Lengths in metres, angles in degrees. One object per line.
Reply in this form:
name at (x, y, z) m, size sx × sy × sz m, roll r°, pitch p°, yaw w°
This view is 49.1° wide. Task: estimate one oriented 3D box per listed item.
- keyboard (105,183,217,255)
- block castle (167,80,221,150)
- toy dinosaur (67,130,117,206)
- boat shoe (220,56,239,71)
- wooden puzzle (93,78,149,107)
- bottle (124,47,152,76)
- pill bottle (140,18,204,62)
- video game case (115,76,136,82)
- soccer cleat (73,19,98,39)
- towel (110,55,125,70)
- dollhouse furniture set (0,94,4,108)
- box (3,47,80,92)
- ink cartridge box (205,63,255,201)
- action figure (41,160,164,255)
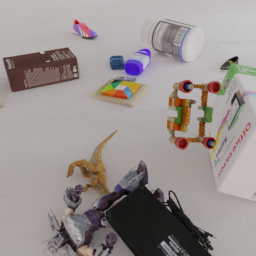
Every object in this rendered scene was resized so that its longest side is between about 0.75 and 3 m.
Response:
keyboard at (0.874, 2.218, 5.104) m, size 1.386 × 0.528 × 2.663 m, roll -32°, pitch 62°, yaw -25°
block castle at (1.461, -0.289, 6.095) m, size 0.997 × 1.493 × 0.700 m, roll 0°, pitch 9°, yaw -18°
toy dinosaur at (-0.822, 0.971, 6.917) m, size 1.237 × 0.704 × 2.330 m, roll 10°, pitch 42°, yaw -19°
boat shoe at (4.368, -2.779, 12.077) m, size 1.228 × 0.370 × 0.438 m, roll -31°, pitch 46°, yaw -35°
wooden puzzle at (-0.229, -1.389, 10.244) m, size 1.661 × 0.309 × 1.536 m, roll 16°, pitch 39°, yaw 20°
bottle at (0.522, -2.910, 12.018) m, size 0.822 × 0.643 × 1.969 m, roll 13°, pitch 39°, yaw 17°
pill bottle at (1.979, -4.153, 12.962) m, size 2.700 × 1.536 × 1.536 m, roll 30°, pitch 46°, yaw 35°
video game case at (-0.096, -1.938, 11.078) m, size 0.762 × 0.072 × 0.544 m, roll 8°, pitch 22°, yaw 11°
soccer cleat at (-2.394, -5.391, 15.333) m, size 0.662 × 0.711 × 1.942 m, roll -28°, pitch 44°, yaw -32°
towel at (-0.483, -2.914, 12.341) m, size 0.638 × 0.277 × 1.143 m, roll -4°, pitch 37°, yaw -4°
dollhouse furniture set at (-4.961, -1.474, 9.307) m, size 1.085 × 1.549 × 1.092 m, roll -18°, pitch 40°, yaw -23°
box at (-3.386, -2.347, 11.006) m, size 2.650 × 0.993 × 1.327 m, roll -18°, pitch 40°, yaw -19°
ink cartridge box at (2.862, 0.009, 6.757) m, size 1.177 × 2.030 × 2.803 m, roll 13°, pitch 37°, yaw -2°
action figure at (-0.535, 1.705, 5.558) m, size 2.531 × 0.878 × 1.647 m, roll -27°, pitch 62°, yaw -25°
